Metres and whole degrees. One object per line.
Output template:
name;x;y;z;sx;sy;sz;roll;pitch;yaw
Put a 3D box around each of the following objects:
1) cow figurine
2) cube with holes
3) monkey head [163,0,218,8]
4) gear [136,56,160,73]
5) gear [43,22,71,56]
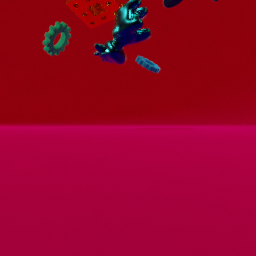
cow figurine;-0.176;-2.328;6.935;1.437;1.461;0.802;-16;-24;28
cube with holes;-0.888;-3.708;7.702;1.138;1.138;1.138;-14;-22;24
monkey head;1.447;-3.144;5.899;1.116;1.551;0.934;30;2;-35
gear;0.935;-2.979;13.123;1.197;0.221;1.197;25;24;-12
gear;-2.345;-2.953;9.308;0.207;1.119;1.119;34;9;12
